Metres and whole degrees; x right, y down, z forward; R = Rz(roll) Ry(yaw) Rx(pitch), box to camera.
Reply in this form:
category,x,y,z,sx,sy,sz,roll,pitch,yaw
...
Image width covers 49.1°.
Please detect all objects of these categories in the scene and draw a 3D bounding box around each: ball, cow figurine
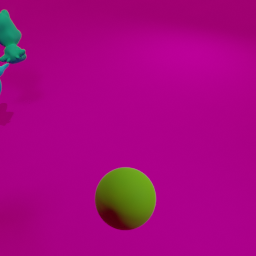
category,x,y,z,sx,sy,sz,roll,pitch,yaw
ball,-0.036,0.955,3.813,0.825,0.825,0.825,0,39,0
cow figurine,-3.535,-2.619,8.201,0.787,1.434,1.411,-21,41,-2

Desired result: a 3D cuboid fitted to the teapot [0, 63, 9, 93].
category,x,y,z,sx,sy,sz,roll,pitch,yaw
teapot,-2.770,-0.844,5.329,1.213,0.754,0.594,-39,23,-4
